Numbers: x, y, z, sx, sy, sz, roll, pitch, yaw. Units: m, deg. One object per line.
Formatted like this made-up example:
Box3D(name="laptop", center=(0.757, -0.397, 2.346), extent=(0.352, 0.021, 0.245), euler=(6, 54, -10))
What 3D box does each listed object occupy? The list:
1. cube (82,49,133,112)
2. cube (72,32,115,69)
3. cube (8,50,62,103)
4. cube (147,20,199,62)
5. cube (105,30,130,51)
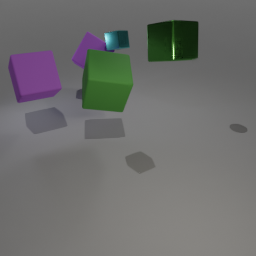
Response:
Box3D(name="cube", center=(-0.727, -1.525, 9.212), extent=(1.400, 1.400, 1.400), euler=(5, 53, -15))
Box3D(name="cube", center=(-1.555, -3.251, 12.664), extent=(1.400, 1.400, 1.400), euler=(30, 3, -9))
Box3D(name="cube", center=(-3.343, -1.799, 9.989), extent=(1.400, 1.400, 1.400), euler=(-15, 2, -26))
Box3D(name="cube", center=(0.852, -1.641, 5.355), extent=(0.700, 0.700, 0.700), euler=(-13, 17, -35))
Box3D(name="cube", center=(-0.438, -3.599, 11.517), extent=(0.700, 0.700, 0.700), euler=(3, 17, 37))
